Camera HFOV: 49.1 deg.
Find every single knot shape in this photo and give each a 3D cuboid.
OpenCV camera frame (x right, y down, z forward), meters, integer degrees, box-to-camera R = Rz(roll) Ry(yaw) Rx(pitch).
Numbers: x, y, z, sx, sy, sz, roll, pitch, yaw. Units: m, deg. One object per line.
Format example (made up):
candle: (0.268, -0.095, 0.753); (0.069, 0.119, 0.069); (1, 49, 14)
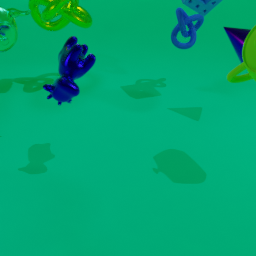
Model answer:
knot shape: (1.957, -3.264, 9.044); (1.192, 1.274, 0.589); (-25, 31, -27)
knot shape: (-2.077, -3.626, 8.636); (2.016, 0.931, 1.886); (-1, 6, -11)

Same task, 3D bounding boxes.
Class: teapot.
teapot: (-2.430, -1.828, 5.256); (1.402, 0.872, 0.686); (-44, 66, -2)
teapot: (2.407, -1.266, 4.361); (0.982, 2.005, 1.247); (8, 61, -32)

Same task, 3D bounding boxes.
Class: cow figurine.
cow figurine: (-1.079, -1.012, 5.043); (0.606, 1.086, 1.104); (31, 17, -37)

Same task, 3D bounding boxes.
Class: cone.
cone: (2.761, -2.253, 6.971); (0.944, 0.941, 0.941); (34, 37, 0)

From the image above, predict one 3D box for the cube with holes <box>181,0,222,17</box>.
cube with holes: (1.996, -3.809, 7.536); (0.913, 0.913, 0.913); (11, 58, -36)
